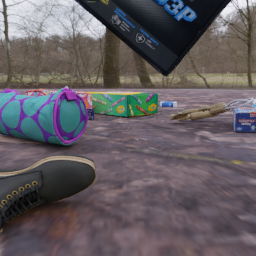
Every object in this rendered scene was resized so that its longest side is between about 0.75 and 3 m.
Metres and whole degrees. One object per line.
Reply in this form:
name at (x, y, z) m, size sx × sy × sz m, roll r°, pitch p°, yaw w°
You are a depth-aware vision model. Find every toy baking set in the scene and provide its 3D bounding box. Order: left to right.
toy baking set at (2.435, -0.486, 7.697) m, size 2.490 × 0.290 × 1.911 m, roll -11°, pitch -2°, yaw -1°

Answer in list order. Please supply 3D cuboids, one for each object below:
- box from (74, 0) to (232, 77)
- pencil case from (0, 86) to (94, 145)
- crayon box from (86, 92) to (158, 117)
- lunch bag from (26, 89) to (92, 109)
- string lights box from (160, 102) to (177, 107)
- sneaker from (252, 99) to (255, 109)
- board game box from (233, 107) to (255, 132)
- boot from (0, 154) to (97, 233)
box at (0.268, -2.016, 3.832) m, size 2.138 × 1.700 × 0.492 m, roll 41°, pitch 42°, yaw 0°
pencil case at (-1.854, -0.283, 5.614) m, size 2.317 × 1.071 × 0.986 m, roll 5°, pitch -4°, yaw 35°
crayon box at (-0.381, -0.963, 10.649) m, size 1.587 × 0.778 × 2.672 m, roll -9°, pitch 13°, yaw -44°
lunch bag at (-2.299, -0.906, 9.805) m, size 2.045 × 0.951 × 2.322 m, roll -7°, pitch 12°, yaw -36°
string lights box at (1.942, -1.139, 13.434) m, size 0.768 × 0.226 × 0.395 m, roll 3°, pitch 10°, yaw 18°
sneaker at (5.202, -0.639, 9.312) m, size 1.964 × 0.751 × 0.793 m, roll 2°, pitch 24°, yaw 25°
board game box at (3.391, -0.251, 7.299) m, size 1.607 × 0.496 × 1.606 m, roll 1°, pitch 10°, yaw 5°
boot at (-0.879, 0.635, 2.388) m, size 1.237 × 0.479 × 0.856 m, roll -14°, pitch 15°, yaw -3°
